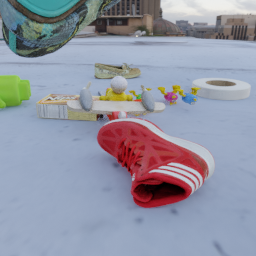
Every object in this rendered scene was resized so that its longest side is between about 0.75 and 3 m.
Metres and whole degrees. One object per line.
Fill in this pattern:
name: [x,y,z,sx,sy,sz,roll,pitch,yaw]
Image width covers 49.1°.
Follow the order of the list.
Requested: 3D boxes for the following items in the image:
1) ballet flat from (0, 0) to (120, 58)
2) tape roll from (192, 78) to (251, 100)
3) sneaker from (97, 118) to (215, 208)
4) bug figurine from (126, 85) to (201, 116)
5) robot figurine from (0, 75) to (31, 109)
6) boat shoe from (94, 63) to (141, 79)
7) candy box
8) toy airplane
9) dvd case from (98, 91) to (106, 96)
ballet flat: [-0.715,-1.877,3.926,1.068,1.068,2.877,11,42,26]
tape roll: [4.053,-1.758,12.299,2.473,0.452,2.473,0,22,0]
sneaker: [0.162,0.584,5.579,2.761,1.082,1.595,13,23,32]
bug figurine: [1.176,-1.062,10.232,2.691,0.692,2.087,-7,16,-7]
robot figurine: [-4.669,-1.380,10.398,1.973,1.141,1.731,-4,25,-10]
boat shoe: [-0.543,-3.175,15.370,2.614,0.819,0.958,-4,22,-11]
candy box: [-1.913,-0.728,9.530,2.021,0.559,1.167,3,22,7]
toy airplane: [-0.310,-0.695,8.086,2.185,1.548,2.194,19,25,30]
dvd case: [-0.713,-1.459,11.982,1.018,0.126,0.765,-6,23,-14]
